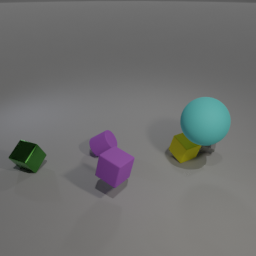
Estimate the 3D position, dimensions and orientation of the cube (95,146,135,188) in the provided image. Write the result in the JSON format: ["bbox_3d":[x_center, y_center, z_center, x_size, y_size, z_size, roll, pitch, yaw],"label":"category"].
[{"bbox_3d":[-0.352,1.028,7.499,0.700,0.700,0.700,28,31,25],"label":"cube"}]

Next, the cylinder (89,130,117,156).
[{"bbox_3d":[-0.835,0.520,9.527,0.700,0.700,0.700,-27,19,22],"label":"cylinder"}]

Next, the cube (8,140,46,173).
[{"bbox_3d":[-3.158,0.896,8.853,0.700,0.700,0.700,12,59,22],"label":"cube"}]

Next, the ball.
[{"bbox_3d":[2.222,-0.193,8.094,1.400,1.400,1.400,0,28,0],"label":"ball"}]

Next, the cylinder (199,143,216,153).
[{"bbox_3d":[2.700,0.420,9.714,0.700,0.700,0.700,9,70,17],"label":"cylinder"}]

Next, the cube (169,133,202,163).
[{"bbox_3d":[1.914,0.631,9.422,0.700,0.700,0.700,-16,50,-28],"label":"cube"}]
